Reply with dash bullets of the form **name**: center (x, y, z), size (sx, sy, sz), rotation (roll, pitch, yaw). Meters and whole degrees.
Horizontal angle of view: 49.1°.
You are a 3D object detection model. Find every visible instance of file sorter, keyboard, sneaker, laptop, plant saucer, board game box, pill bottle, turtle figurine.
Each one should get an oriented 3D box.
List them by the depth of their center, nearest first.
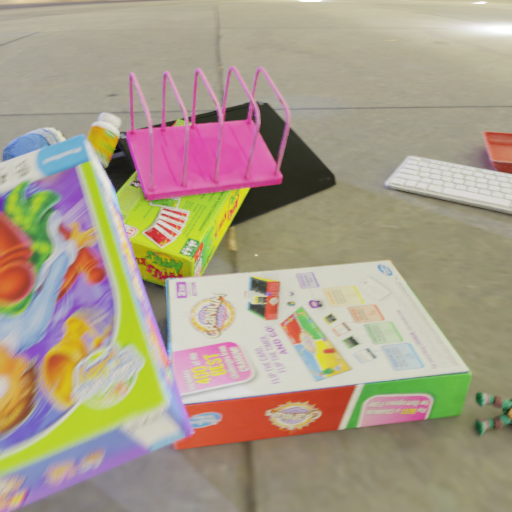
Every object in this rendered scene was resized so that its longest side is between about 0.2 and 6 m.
- **board game box**: center (-2.681, 0.829, 4.263), size (3.759, 0.842, 2.528), rotation (-22, 60, -6)
- **turtle figurine**: center (2.649, 1.582, 5.597), size (0.855, 0.431, 0.640), rotation (0, 71, 3)
- **board game box**: center (0.495, 0.966, 6.432), size (2.996, 0.604, 2.293), rotation (-4, 30, -7)
- **file sorter**: center (-0.728, -1.895, 8.207), size (2.091, 1.311, 1.453), rotation (-10, 52, -19)
- **board game box**: center (-1.125, -0.896, 8.668), size (1.541, 0.722, 3.033), rotation (18, 46, 8)
- **sneaker**: center (-3.739, -1.131, 9.281), size (1.620, 1.427, 3.634), rotation (-16, 34, -30)
- **pill bottle**: center (-2.620, -1.967, 9.518), size (0.476, 0.858, 0.476), rotation (17, -12, 4)
- **keyboard**: center (5.088, -1.062, 10.294), size (5.185, 0.276, 1.459), rotation (17, 34, 27)
- **laptop**: center (-1.236, -1.753, 11.549), size (3.714, 2.164, 4.191), rotation (-24, 12, -36)
- **plant saucer**: center (6.004, -2.150, 12.081), size (2.030, 0.373, 2.026), rotation (7, 31, 13)
